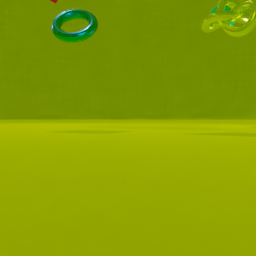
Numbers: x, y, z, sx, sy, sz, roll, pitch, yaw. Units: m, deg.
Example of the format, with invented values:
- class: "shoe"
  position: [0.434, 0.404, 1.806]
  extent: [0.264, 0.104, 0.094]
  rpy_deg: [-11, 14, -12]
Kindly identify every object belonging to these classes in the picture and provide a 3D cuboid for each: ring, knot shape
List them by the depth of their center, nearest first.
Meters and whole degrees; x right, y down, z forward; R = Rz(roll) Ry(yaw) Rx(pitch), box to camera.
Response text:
- class: "knot shape"
  position: [3.348, -3.477, 8.807]
  extent: [1.796, 0.830, 1.681]
  rpy_deg: [-33, 38, -17]
- class: "ring"
  position: [-1.923, -3.709, 10.127]
  extent: [1.689, 1.689, 0.338]
  rpy_deg: [0, -34, 3]

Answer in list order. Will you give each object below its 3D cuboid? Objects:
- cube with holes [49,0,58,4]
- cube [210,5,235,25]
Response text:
- class: "cube with holes"
  position: [-2.145, -3.905, 6.765]
  extent: [1.033, 1.033, 1.033]
  rpy_deg: [43, 19, 17]
- class: "cube"
  position: [3.584, -4.170, 10.121]
  extent: [0.783, 0.783, 0.783]
  rpy_deg: [46, 25, 12]
